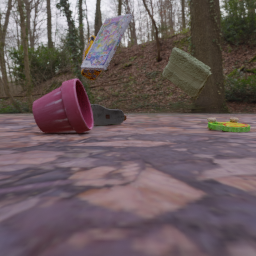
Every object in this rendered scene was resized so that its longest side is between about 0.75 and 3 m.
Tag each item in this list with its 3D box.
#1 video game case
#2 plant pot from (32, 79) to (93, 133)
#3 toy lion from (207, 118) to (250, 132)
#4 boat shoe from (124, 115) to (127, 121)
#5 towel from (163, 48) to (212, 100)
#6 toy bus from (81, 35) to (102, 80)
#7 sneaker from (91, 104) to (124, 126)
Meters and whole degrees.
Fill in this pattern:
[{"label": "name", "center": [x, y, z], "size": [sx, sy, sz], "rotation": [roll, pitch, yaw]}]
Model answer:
[{"label": "video game case", "center": [-0.841, -3.210, 10.564], "size": [0.204, 2.264, 1.621], "rotation": [31, -9, -39]}, {"label": "plant pot", "center": [-1.950, -0.518, 8.368], "size": [1.425, 1.592, 1.592], "rotation": [-16, 2, 6]}, {"label": "toy lion", "center": [3.318, -0.054, 9.244], "size": [1.234, 0.424, 1.183], "rotation": [0, 11, 6]}, {"label": "boat shoe", "center": [-0.746, -0.623, 16.664], "size": [1.413, 0.497, 0.497], "rotation": [7, 3, -44]}, {"label": "towel", "center": [2.796, -2.666, 13.603], "size": [0.437, 1.778, 2.396], "rotation": [-21, 55, -40]}, {"label": "toy bus", "center": [-1.508, -3.094, 12.144], "size": [0.698, 2.144, 0.839], "rotation": [25, -49, -27]}, {"label": "sneaker", "center": [-1.423, -0.480, 12.674], "size": [1.286, 0.905, 2.420], "rotation": [-4, -8, 42]}]
